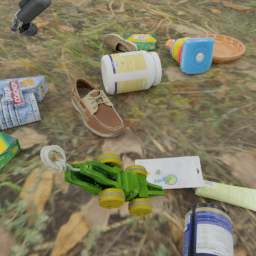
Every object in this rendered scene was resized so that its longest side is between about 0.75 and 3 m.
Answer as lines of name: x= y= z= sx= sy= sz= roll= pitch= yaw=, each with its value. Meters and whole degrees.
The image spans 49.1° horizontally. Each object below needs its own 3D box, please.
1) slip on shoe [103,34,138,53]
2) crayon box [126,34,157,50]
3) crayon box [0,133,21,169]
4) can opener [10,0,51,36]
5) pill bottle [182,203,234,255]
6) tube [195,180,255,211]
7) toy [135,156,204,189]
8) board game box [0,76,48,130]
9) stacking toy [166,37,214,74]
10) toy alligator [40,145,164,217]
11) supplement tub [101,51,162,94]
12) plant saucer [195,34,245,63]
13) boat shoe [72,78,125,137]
slip on shoe: x=-0.495 y=-4.010 z=13.609 sx=1.993 sy=0.758 sz=0.604 roll=30 pitch=42 yaw=20
crayon box: x=0.655 y=-4.363 z=14.193 sx=1.527 sy=0.445 sz=0.907 roll=1 pitch=41 yaw=1
crayon box: x=-4.093 y=0.837 z=8.196 sx=0.968 sy=0.475 sz=1.630 roll=16 pitch=43 yaw=17
can opener: x=-3.038 y=-3.697 z=9.056 sx=0.955 sy=0.762 sz=2.858 roll=13 pitch=-11 yaw=-40
pill bottle: x=1.640 y=2.590 z=5.775 sx=1.028 sy=1.028 sz=1.839 roll=8 pitch=43 yaw=9
tube: x=2.604 y=1.728 z=7.291 sx=1.640 sy=0.476 sz=0.426 roll=11 pitch=5 yaw=8
toy: x=1.089 y=1.318 z=7.703 sx=1.794 sy=0.423 sz=1.033 roll=-2 pitch=45 yaw=5
board game box: x=-4.032 y=-1.075 z=10.207 sx=2.356 sy=0.727 sz=2.358 roll=-17 pitch=44 yaw=-18
stacking toy: x=2.488 y=-3.563 z=12.777 sx=1.573 sy=1.488 sz=2.711 roll=-10 pitch=31 yaw=-21
toy alligator: x=-0.424 y=0.917 z=4.846 sx=2.700 sy=0.649 sz=0.895 roll=28 pitch=40 yaw=-36
supplement tub: x=0.106 y=-2.173 z=10.864 sx=2.082 sy=1.513 sz=1.513 roll=-10 pitch=42 yaw=-12
plant saucer: x=4.297 y=-3.839 z=13.583 sx=2.550 sy=0.477 sz=2.550 roll=1 pitch=41 yaw=-1
boat shoe: x=-1.141 y=-0.759 z=9.583 sx=1.123 sy=1.065 sz=2.965 roll=-27 pitch=48 yaw=-27
